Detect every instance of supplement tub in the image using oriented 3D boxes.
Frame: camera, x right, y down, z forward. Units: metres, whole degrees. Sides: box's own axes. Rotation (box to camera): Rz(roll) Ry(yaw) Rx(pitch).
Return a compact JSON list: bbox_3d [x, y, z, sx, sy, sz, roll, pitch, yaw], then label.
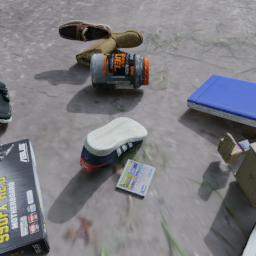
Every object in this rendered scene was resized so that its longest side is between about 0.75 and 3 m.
[{"bbox_3d":[-0.229,-1.808,8.976,1.815,1.112,1.112,1,43,3],"label":"supplement tub"}]

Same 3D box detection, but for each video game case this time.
[{"bbox_3d":[0.191,1.159,6.528,0.699,0.085,0.768,16,56,16],"label":"video game case"}]

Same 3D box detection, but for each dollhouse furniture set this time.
[{"bbox_3d":[3.391,0.572,6.185,1.925,1.256,1.817,-15,52,-11],"label":"dollhouse furniture set"}]

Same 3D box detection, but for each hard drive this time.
[{"bbox_3d":[3.400,-0.779,8.036,2.808,0.356,1.853,21,45,33],"label":"hard drive"}]

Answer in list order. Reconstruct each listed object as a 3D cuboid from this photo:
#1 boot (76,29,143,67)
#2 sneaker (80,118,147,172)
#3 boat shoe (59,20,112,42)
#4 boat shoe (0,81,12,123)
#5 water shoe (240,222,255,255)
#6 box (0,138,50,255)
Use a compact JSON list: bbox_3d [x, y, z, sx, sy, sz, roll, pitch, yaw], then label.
[{"bbox_3d":[-0.659,-2.951,10.517,1.795,0.678,2.049,9,42,38],"label":"boot"},{"bbox_3d":[-0.375,0.418,6.978,0.846,0.954,2.258,40,31,22],"label":"sneaker"},{"bbox_3d":[-1.533,-3.361,9.828,1.920,0.693,0.691,5,25,1],"label":"boat shoe"},{"bbox_3d":[-3.966,-1.064,8.234,0.960,0.852,2.569,15,20,-42],"label":"boat shoe"},{"bbox_3d":[2.536,2.160,5.033,0.734,0.665,1.860,26,48,28],"label":"water shoe"},{"bbox_3d":[-2.899,1.535,5.770,2.111,0.644,2.666,-13,45,-15],"label":"box"}]
